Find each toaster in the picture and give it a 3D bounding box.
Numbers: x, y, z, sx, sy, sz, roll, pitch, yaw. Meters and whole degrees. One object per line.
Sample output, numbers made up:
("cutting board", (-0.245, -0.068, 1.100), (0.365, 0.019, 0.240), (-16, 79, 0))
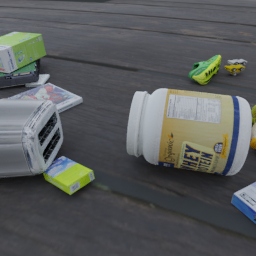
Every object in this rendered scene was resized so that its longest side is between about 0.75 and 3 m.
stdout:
("toaster", (-2.821, 0.235, 7.129), (1.784, 1.569, 2.761), (-3, 26, 7))

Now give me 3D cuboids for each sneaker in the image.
("sneaker", (3.473, -2.741, 12.536), (1.005, 0.890, 2.404), (24, 40, 25))

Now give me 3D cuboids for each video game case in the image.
("video game case", (3.321, 1.760, 6.102), (1.369, 0.343, 1.510), (-18, 37, -25))
("video game case", (-3.108, -1.046, 10.523), (2.098, 0.241, 1.911), (25, 40, 33))

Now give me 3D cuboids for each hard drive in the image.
("hard drive", (-5.015, -2.654, 12.577), (2.023, 0.548, 2.896), (-11, 32, -10))
("hard drive", (-3.899, -2.053, 12.133), (0.712, 0.142, 1.079), (-1, 33, 4))

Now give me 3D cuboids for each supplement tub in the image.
("supplement tub", (1.436, 0.050, 7.017), (2.706, 1.954, 1.954), (7, 34, 9))

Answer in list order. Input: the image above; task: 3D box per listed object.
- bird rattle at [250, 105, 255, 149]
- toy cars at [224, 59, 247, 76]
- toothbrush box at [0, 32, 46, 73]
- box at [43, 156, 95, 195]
("bird rattle", (4.523, 0.218, 8.143), (2.467, 1.390, 2.011), (26, 51, 15))
("toy cars", (5.055, -2.864, 13.193), (0.860, 0.425, 1.917), (17, 33, 19))
("toothbrush box", (-5.078, -3.360, 12.225), (1.734, 1.025, 2.382), (11, 35, 22))
("box", (-1.526, 1.140, 6.948), (1.261, 0.300, 0.769), (16, 35, 42))
